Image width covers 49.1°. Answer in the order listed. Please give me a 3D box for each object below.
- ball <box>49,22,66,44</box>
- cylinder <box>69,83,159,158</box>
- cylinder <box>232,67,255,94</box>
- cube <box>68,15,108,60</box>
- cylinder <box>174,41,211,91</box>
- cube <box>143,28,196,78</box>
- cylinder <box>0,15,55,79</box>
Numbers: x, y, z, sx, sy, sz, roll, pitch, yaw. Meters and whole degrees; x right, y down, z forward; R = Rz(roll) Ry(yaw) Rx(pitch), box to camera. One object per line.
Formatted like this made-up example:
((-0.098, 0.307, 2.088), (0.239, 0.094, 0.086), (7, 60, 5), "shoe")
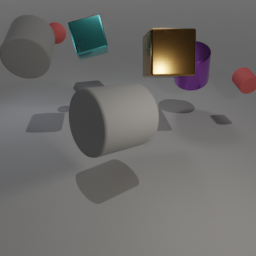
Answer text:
((-2.448, -3.202, 9.463), (0.700, 0.700, 0.700), (0, 29, 0), "ball")
((-0.314, -0.199, 5.944), (1.400, 1.400, 1.400), (-13, 30, -39), "cylinder")
((4.175, -1.693, 9.969), (0.700, 0.700, 0.700), (-4, 41, -8), "cylinder")
((-1.754, -4.020, 12.584), (1.400, 1.400, 1.400), (-16, 4, -3), "cube")
((2.510, -2.447, 11.077), (1.400, 1.400, 1.400), (-5, 51, 7), "cylinder")
((1.282, -2.369, 9.069), (1.400, 1.400, 1.400), (-2, 8, -7), "cube")
((-2.995, -2.464, 8.500), (1.400, 1.400, 1.400), (-2, 46, -4), "cylinder")
